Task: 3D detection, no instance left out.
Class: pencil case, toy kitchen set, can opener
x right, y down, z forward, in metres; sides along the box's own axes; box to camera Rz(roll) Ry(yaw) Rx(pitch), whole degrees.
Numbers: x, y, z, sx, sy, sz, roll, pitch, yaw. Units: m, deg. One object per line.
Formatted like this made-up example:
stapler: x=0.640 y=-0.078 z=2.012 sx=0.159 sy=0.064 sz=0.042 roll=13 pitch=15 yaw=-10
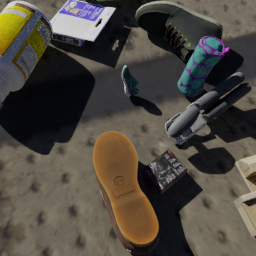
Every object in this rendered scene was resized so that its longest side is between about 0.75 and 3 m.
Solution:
pencil case: x=1.903 y=-1.559 z=7.307 sx=0.737 sy=1.596 sz=0.679 roll=24 pitch=54 yaw=3
toy kitchen set: x=3.362 y=0.964 z=5.797 sx=2.019 sy=1.822 sz=1.647 roll=-14 pitch=61 yaw=-13
can opener: x=2.070 y=-0.500 z=7.019 sx=2.561 sy=0.856 sz=0.683 roll=-36 pitch=95 yaw=-5

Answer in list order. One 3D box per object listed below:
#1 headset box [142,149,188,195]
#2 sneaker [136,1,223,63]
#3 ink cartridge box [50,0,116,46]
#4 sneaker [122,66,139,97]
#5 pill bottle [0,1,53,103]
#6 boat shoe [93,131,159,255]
headset box: x=0.823 y=1.054 z=6.596 sx=0.924 sy=0.357 sz=0.687 roll=-35 pitch=66 yaw=-17
sneaker: x=1.406 y=-2.816 z=8.365 sx=2.743 sy=1.026 sz=1.457 roll=17 pitch=60 yaw=8
ink cartridge box: x=-1.496 y=-3.377 z=8.994 sx=1.774 sy=0.385 sz=1.758 roll=17 pitch=59 yaw=15
sneaker: x=0.089 y=-1.280 z=7.597 sx=0.408 sy=0.895 sz=0.347 roll=-2 pitch=37 yaw=17
pill bottle: x=-3.257 y=-2.066 z=7.695 sx=1.486 sy=1.486 sz=2.720 roll=15 pitch=61 yaw=8
boat shoe: x=-0.121 y=1.352 z=6.058 sx=1.007 sy=1.006 sz=2.860 roll=-11 pitch=48 yaw=-7
